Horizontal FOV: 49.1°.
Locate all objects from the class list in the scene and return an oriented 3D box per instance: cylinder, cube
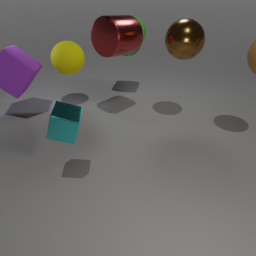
[{"bbox_3d":[-0.397,-3.369,10.246,1.400,1.400,1.400,21,30,34],"label":"cylinder"},{"bbox_3d":[0.038,-4.254,12.901,1.400,1.400,1.400,6,42,11],"label":"cylinder"},{"bbox_3d":[-4.532,-2.286,11.280,1.400,1.400,1.400,34,15,-17],"label":"cube"},{"bbox_3d":[-1.545,-0.133,6.877,0.700,0.700,0.700,13,36,-11],"label":"cube"}]

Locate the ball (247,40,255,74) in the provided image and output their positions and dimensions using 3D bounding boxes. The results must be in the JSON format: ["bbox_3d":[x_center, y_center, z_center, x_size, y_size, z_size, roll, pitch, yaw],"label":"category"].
[{"bbox_3d":[4.484,-2.255,8.750,1.400,1.400,1.400,0,28,0],"label":"ball"}]

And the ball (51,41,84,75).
[{"bbox_3d":[-2.559,-2.975,11.904,1.400,1.400,1.400,0,28,0],"label":"ball"}]

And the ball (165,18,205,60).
[{"bbox_3d":[2.014,-3.129,9.916,1.400,1.400,1.400,0,28,0],"label":"ball"}]
